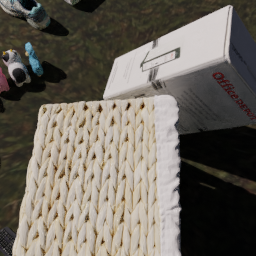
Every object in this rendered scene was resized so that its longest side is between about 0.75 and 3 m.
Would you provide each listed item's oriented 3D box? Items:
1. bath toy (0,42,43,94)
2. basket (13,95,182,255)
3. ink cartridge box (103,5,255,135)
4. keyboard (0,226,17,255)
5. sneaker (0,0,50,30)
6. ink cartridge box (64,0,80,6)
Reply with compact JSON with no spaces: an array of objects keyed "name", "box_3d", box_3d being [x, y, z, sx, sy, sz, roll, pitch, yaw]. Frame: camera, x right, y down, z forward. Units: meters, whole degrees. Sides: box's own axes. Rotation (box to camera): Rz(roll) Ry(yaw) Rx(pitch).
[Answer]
[{"name":"bath toy","box_3d":[-3.506,-1.474,7.542,2.274,0.841,0.989,-30,70,-11]},{"name":"basket","box_3d":[-0.324,1.261,5.244,2.372,2.922,2.949,2,67,3]},{"name":"ink cartridge box","box_3d":[1.250,-0.872,5.860,2.860,2.088,1.206,-11,55,44]},{"name":"keyboard","box_3d":[-2.572,2.781,6.098,1.156,0.119,0.735,37,71,15]},{"name":"sneaker","box_3d":[-3.215,-3.823,8.552,1.903,0.822,0.739,29,70,12]},{"name":"ink cartridge box","box_3d":[-1.731,-5.557,9.461,2.174,0.676,2.701,39,67,15]}]
